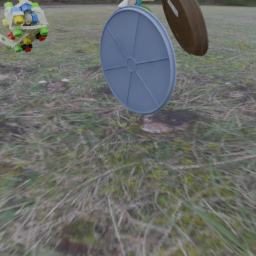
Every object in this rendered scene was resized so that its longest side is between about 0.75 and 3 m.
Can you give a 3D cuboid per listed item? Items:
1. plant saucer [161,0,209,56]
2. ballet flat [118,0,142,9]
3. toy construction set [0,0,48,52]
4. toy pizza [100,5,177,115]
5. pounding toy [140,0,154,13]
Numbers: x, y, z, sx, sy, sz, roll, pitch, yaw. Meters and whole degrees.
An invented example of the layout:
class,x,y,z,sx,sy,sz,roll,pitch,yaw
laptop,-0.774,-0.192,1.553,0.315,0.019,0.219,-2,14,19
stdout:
class,x,y,z,sx,sy,sz,roll,pitch,yaw
plant saucer,1.437,-2.899,7.453,0.331,2.244,2.244,-27,31,2
ballet flat,-0.012,-3.431,8.611,0.674,2.004,0.682,11,7,5
toy construction set,-3.454,-2.986,8.482,2.594,1.195,1.701,-3,10,33
toy pizza,0.194,-1.362,5.860,0.354,2.236,2.236,-25,37,-35
pounding toy,0.590,-4.248,10.489,0.884,1.145,0.531,-1,24,-15
